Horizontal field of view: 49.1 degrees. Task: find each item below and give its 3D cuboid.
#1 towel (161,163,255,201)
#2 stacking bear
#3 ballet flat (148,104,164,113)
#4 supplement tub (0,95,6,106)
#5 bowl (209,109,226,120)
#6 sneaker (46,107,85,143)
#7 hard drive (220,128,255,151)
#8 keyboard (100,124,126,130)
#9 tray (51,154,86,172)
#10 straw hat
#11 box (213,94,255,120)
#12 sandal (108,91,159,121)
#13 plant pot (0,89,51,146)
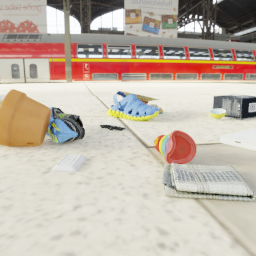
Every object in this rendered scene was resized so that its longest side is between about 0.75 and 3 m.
[{"bbox_3d":[1.570,1.046,5.910,1.720,0.297,1.656,1,12,7],"label":"towel"},{"bbox_3d":[1.152,0.487,7.526,0.806,0.861,1.417,14,-1,-16],"label":"stacking bear"},{"bbox_3d":[1.334,-0.993,14.794,0.648,0.595,1.888,8,14,34],"label":"ballet flat"},{"bbox_3d":[-4.780,-0.537,10.637,1.964,1.418,1.418,-5,13,-25],"label":"supplement tub"},{"bbox_3d":[4.250,-0.610,13.306,0.774,0.416,0.774,-6,22,3],"label":"bowl"},{"bbox_3d":[-2.244,-0.070,9.941,1.168,0.999,2.819,5,12,-27],"label":"sneaker"},{"bbox_3d":[4.182,0.349,9.301,1.943,0.255,1.281,-10,16,-37],"label":"hard drive"},{"bbox_3d":[-0.703,-0.014,11.353,1.147,0.118,0.729,9,9,40],"label":"keyboard"},{"bbox_3d":[-1.492,0.864,7.184,0.608,0.126,1.133,2,12,5],"label":"tray"},{"bbox_3d":[0.477,-1.289,15.118,2.489,1.053,2.489,12,7,-2],"label":"straw hat"},{"bbox_3d":[5.566,-1.113,14.278,1.737,1.077,1.708,-8,12,-33],"label":"box"},{"bbox_3d":[0.176,-1.068,13.599,2.937,1.279,1.167,11,14,35],"label":"sandal"},{"bbox_3d":[-3.189,-0.194,8.760,1.254,1.792,1.792,15,10,-7],"label":"plant pot"}]
